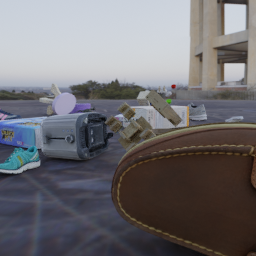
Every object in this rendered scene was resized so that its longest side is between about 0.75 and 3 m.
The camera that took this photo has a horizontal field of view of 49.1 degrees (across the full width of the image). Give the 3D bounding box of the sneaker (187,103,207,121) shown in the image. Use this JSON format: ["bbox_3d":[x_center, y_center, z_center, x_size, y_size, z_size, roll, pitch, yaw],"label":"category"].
[{"bbox_3d":[2.742,-0.756,12.356,0.671,0.737,1.797,-5,9,-37],"label":"sneaker"}]

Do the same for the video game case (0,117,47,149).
[{"bbox_3d":[-2.140,0.051,6.933,2.102,0.478,1.905,5,9,35],"label":"video game case"}]

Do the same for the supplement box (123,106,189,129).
[{"bbox_3d":[0.941,-0.361,9.279,1.921,0.706,1.210,-5,9,-36],"label":"supplement box"}]

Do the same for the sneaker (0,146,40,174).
[{"bbox_3d":[-1.648,0.468,4.112,0.336,0.345,0.867,3,8,22],"label":"sneaker"}]

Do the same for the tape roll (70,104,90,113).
[{"bbox_3d":[-2.827,-1.147,16.365,1.266,0.538,1.266,0,8,0],"label":"tape roll"}]

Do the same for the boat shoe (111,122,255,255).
[{"bbox_3d":[1.076,0.474,1.689,2.580,0.929,0.871,5,6,16],"label":"boat shoe"}]

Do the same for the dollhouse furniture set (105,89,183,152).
[{"bbox_3d":[0.302,-0.026,4.558,0.866,0.988,0.656,49,8,34],"label":"dollhouse furniture set"}]

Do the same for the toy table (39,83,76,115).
[{"bbox_3d":[-3.633,-1.375,14.509,1.070,1.679,1.827,20,4,19],"label":"toy table"}]

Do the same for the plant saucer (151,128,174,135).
[{"bbox_3d":[1.012,0.154,7.377,1.136,0.167,1.136,1,7,0],"label":"plant saucer"}]

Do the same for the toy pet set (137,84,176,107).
[{"bbox_3d":[1.621,-1.310,16.101,2.195,1.249,2.351,1,41,24],"label":"toy pet set"}]

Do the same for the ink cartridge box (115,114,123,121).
[{"bbox_3d":[-0.132,-0.446,11.971,0.663,0.233,1.110,2,10,11],"label":"ink cartridge box"}]

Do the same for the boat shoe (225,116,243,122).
[{"bbox_3d":[3.343,-0.162,8.839,0.316,0.311,0.890,2,-9,-10],"label":"boat shoe"}]

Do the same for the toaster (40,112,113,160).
[{"bbox_3d":[-0.940,0.116,5.125,0.917,0.807,1.420,0,6,19],"label":"toaster"}]

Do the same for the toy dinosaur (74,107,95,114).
[{"bbox_3d":[-2.202,-0.897,15.167,1.618,0.384,0.713,2,13,44],"label":"toy dinosaur"}]

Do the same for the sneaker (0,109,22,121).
[{"bbox_3d":[-5.000,-0.537,11.041,1.532,0.628,0.537,-2,7,-17],"label":"sneaker"}]
